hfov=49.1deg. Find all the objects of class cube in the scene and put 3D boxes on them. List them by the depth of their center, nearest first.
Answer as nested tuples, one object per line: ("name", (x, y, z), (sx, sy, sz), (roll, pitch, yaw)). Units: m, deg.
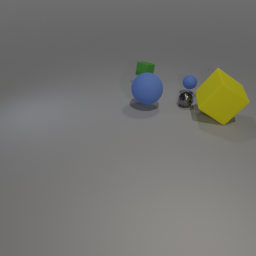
("cube", (3.789, -1.280, 11.425), (1.400, 1.400, 1.400), (30, 35, -15))
("cube", (0.920, -3.144, 15.028), (0.700, 0.700, 0.700), (26, 27, 35))

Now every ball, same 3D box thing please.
("ball", (0.846, -1.731, 12.364), (1.400, 1.400, 1.400), (0, 30, 0))
("ball", (2.647, -1.310, 12.847), (0.700, 0.700, 0.700), (0, 30, 0))
("ball", (3.041, -2.249, 13.767), (0.700, 0.700, 0.700), (0, 30, 0))
